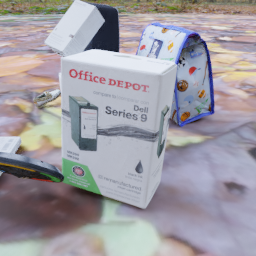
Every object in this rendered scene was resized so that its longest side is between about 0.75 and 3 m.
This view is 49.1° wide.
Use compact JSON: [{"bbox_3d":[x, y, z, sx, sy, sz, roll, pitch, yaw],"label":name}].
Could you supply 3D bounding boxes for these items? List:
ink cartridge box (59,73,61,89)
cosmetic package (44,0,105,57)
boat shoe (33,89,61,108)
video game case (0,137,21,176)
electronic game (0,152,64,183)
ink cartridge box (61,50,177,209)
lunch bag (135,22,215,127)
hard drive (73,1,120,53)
[{"bbox_3d":[-0.422,-0.530,6.815,2.127,1.560,1.553,-12,33,-20],"label":"ink cartridge box"},{"bbox_3d":[-1.214,-2.223,6.431,0.718,1.273,0.516,30,-4,30],"label":"cosmetic package"},{"bbox_3d":[-2.594,-1.014,9.036,0.951,0.325,0.355,-39,41,-25],"label":"boat shoe"},{"bbox_3d":[-3.368,0.690,5.962,1.627,0.212,1.788,0,28,-1],"label":"video game case"},{"bbox_3d":[-1.709,0.682,4.566,1.346,1.346,0.280,6,69,12],"label":"electronic game"},{"bbox_3d":[-0.223,-0.036,4.913,1.725,2.364,0.993,13,25,19],"label":"ink cartridge box"},{"bbox_3d":[1.251,-1.621,7.998,1.550,2.503,2.128,-23,34,-18],"label":"lunch bag"},{"bbox_3d":[-0.926,-2.203,8.584,0.632,2.984,2.012,13,23,22],"label":"hard drive"}]
